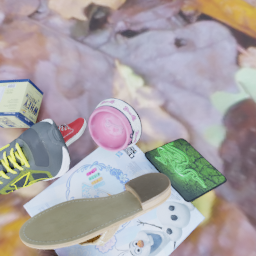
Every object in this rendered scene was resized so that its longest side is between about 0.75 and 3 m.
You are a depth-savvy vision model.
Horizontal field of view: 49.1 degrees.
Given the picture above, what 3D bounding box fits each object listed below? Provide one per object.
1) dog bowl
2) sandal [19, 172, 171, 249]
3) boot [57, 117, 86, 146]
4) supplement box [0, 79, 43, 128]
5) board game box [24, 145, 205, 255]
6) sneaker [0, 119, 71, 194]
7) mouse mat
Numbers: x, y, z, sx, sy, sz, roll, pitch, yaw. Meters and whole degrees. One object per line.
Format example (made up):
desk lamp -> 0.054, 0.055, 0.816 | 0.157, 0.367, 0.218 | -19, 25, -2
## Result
dog bowl -> -0.324, -0.015, 5.962 | 1.187, 1.187, 0.438 | 30, 35, 14
sandal -> -0.432, 1.792, 5.209 | 2.825, 0.929, 1.036 | -19, 29, -15
boot -> -1.583, -0.014, 6.720 | 0.427, 0.852, 1.181 | 25, 62, 43
supplement box -> -2.841, -0.602, 7.028 | 1.026, 0.689, 1.025 | 0, 66, 17
board game box -> -0.299, 1.849, 6.036 | 2.705, 0.590, 2.718 | -37, 70, -19
sneaker -> -2.121, 0.773, 5.381 | 1.206, 2.850, 1.061 | -21, 80, -45
mouse mat -> 1.236, 0.844, 6.110 | 1.220, 0.057, 1.516 | -20, 47, -29
